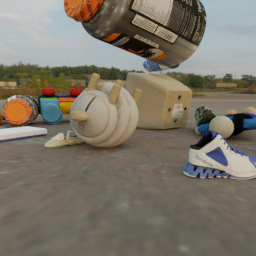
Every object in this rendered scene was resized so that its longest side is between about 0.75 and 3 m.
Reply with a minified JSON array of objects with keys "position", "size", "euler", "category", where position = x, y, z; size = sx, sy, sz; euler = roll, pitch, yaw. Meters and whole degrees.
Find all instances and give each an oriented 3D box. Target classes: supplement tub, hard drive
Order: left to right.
[{"position":[-2.871,0.140,6.936],"size":[0.928,0.178,1.407],"euler":[5,9,36],"category":"hard drive"},{"position":[-3.612,-0.608,9.519],"size":[1.028,1.028,1.678],"euler":[-1,6,-11],"category":"supplement tub"},{"position":[0.206,-2.654,6.375],"size":[2.989,1.831,1.831],"euler":[11,-1,-37],"category":"supplement tub"}]

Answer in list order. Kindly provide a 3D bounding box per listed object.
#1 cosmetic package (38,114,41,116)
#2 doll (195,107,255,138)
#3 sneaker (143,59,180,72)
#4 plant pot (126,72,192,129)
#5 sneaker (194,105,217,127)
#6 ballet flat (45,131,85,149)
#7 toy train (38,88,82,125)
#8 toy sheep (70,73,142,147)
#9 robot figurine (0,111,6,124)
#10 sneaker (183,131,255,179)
[{"position":[-3.762,-0.998,14.004],"size":[0.424,0.690,1.673],"euler":[7,10,29],"category":"cosmetic package"},{"position":[2.544,-0.093,7.015],"size":[1.752,0.622,2.568],"euler":[-8,4,31],"category":"doll"},{"position":[1.234,-3.044,9.425],"size":[1.123,2.916,1.104],"euler":[-13,-46,40],"category":"sneaker"},{"position":[1.005,-0.764,8.803],"size":[1.708,1.710,1.514],"euler":[-6,19,-40],"category":"plant pot"},{"position":[2.060,-0.336,7.784],"size":[0.564,0.616,1.446],"euler":[-22,-9,6],"category":"sneaker"},{"position":[-1.307,0.222,5.824],"size":[0.966,0.301,0.326],"euler":[-7,10,-44],"category":"ballet flat"},{"position":[-1.823,-0.755,10.508],"size":[2.954,1.250,1.709],"euler":[-2,18,-18],"category":"toy train"},{"position":[-0.459,-0.288,5.591],"size":[1.440,1.440,2.088],"euler":[4,2,30],"category":"toy sheep"},{"position":[-4.836,-0.370,9.850],"size":[1.156,0.464,1.594],"euler":[-1,7,-19],"category":"robot figurine"},{"position":[1.274,0.335,3.714],"size":[1.048,0.605,0.424],"euler":[0,8,-3],"category":"sneaker"}]
